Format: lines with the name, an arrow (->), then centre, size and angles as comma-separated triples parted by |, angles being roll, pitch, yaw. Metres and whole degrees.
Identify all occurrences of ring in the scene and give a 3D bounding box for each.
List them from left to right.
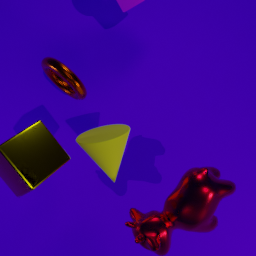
ring -> -1.263, -0.963, 5.551 | 1.097, 1.097, 0.219 | 37, 75, 9

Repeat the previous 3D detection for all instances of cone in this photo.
cone -> -0.371, 0.589, 5.440 | 1.047, 1.047, 1.051 | -13, 106, -3

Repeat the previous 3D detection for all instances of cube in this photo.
cube -> -1.625, 0.516, 4.598 | 0.823, 0.823, 0.823 | 53, 50, -6
cube -> 0.130, -3.356, 6.629 | 0.743, 0.743, 0.743 | -50, 117, -31

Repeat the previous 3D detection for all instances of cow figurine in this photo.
cow figurine -> 0.905, 1.433, 4.995 | 1.716, 0.957, 1.744 | 8, 114, -33
